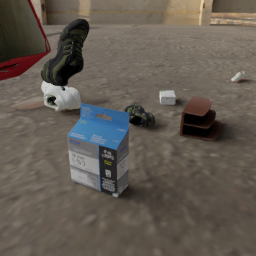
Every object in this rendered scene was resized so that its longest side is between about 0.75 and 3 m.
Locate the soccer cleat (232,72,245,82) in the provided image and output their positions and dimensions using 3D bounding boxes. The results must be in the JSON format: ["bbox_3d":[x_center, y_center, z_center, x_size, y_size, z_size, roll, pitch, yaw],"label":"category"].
[{"bbox_3d":[5.286,-2.462,13.461,1.005,0.390,0.348,-23,33,-39],"label":"soccer cleat"}]

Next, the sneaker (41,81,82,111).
[{"bbox_3d":[-2.727,-1.274,10.330,1.000,0.878,2.496,-22,33,-33],"label":"sneaker"}]

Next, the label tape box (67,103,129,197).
[{"bbox_3d":[-0.604,0.434,5.653,1.190,1.651,0.522,13,28,26],"label":"label tape box"}]

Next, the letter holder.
[{"bbox_3d":[2.266,-0.304,8.355,1.069,0.757,1.505,12,27,21],"label":"letter holder"}]

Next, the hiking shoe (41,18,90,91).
[{"bbox_3d":[-1.196,-1.607,6.223,0.833,1.655,0.627,30,2,27],"label":"hiking shoe"}]

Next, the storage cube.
[{"bbox_3d":[-2.450,-1.542,4.483,1.478,1.729,1.555,-31,12,-38],"label":"storage cube"}]

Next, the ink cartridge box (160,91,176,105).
[{"bbox_3d":[1.510,-1.169,10.718,0.558,0.336,0.768,0,23,3],"label":"ink cartridge box"}]

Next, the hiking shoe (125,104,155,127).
[{"bbox_3d":[0.235,-0.400,8.851,0.657,0.495,1.306,-15,29,-36],"label":"hiking shoe"}]
